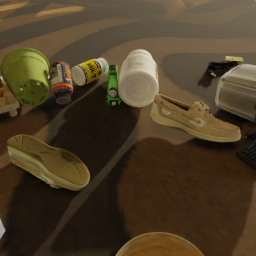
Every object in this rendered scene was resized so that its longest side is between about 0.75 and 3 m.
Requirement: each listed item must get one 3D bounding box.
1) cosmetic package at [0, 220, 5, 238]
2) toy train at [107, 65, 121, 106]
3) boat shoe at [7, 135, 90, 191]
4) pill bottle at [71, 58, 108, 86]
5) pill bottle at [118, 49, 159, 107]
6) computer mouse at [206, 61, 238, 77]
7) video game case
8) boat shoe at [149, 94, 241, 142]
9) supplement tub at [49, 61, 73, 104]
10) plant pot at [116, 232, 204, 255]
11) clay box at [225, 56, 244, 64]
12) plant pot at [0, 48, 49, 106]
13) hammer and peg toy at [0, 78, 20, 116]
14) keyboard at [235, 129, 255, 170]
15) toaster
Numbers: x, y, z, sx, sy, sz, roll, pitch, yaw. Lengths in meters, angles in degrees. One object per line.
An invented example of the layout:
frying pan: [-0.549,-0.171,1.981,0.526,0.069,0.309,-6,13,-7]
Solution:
cosmetic package: [-3.146,1.868,5.492,1.033,1.030,0.635,9,38,12]
toy train: [-0.555,-1.667,10.504,0.500,0.676,2.398,-2,37,-3]
boat shoe: [-2.046,0.976,7.096,2.445,0.769,0.892,22,31,17]
pill bottle: [-1.502,-2.291,11.233,0.795,0.795,1.391,29,46,33]
pill bottle: [0.402,-1.940,10.281,1.380,1.380,2.414,2,36,2]
computer mouse: [4.320,-2.297,11.438,1.720,0.564,2.450,-7,37,-11]
video game case: [-4.126,-2.246,11.661,1.831,0.214,1.665,8,38,10]
boat shoe: [1.991,-0.322,8.243,2.722,0.884,0.982,18,22,18]
supplement tub: [-2.362,-1.575,9.904,0.763,0.763,1.427,-8,69,-11]
plant pot: [0.597,2.761,4.958,1.894,0.260,1.894,0,38,0]
clay box: [4.854,-3.098,12.818,0.773,0.184,0.444,8,38,10]
plant pot: [-3.423,-1.607,9.691,1.726,1.726,1.639,-14,45,-18]
hammer and peg toy: [-4.980,-0.709,9.085,2.474,0.872,1.820,-24,44,-28]
keyboard: [3.965,0.337,8.046,2.260,0.448,1.176,-24,43,-30]
toaster: [4.034,-1.195,9.290,1.618,1.423,2.505,25,43,35]
